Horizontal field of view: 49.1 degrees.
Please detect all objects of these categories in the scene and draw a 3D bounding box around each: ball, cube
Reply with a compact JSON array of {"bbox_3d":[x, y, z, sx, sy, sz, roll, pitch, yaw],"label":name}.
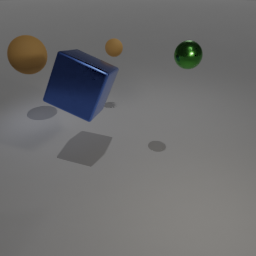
[{"bbox_3d":[-3.690,-2.684,10.302,1.400,1.400,1.400,0,28,0],"label":"ball"},{"bbox_3d":[-1.251,-1.221,7.729,1.400,1.400,1.400,25,20,1],"label":"cube"},{"bbox_3d":[-0.551,-3.155,11.001,0.700,0.700,0.700,0,28,0],"label":"ball"},{"bbox_3d":[1.497,-1.815,6.963,0.700,0.700,0.700,0,28,0],"label":"ball"}]
